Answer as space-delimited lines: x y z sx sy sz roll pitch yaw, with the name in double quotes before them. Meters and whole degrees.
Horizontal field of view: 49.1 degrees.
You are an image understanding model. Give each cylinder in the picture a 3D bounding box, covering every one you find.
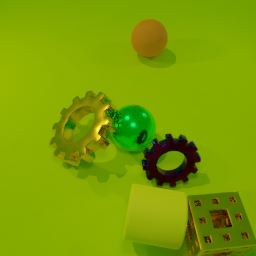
"cylinder" 0.538 1.780 5.691 1.115 1.115 1.115 10 52 2

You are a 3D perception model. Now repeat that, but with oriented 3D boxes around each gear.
"gear" 1.007 0.778 6.596 1.350 1.350 0.250 -4 28 -3
"gear" -1.162 -0.028 7.213 1.978 0.366 1.978 -19 52 27

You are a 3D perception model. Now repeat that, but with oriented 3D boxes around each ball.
"ball" 0.124 -0.003 7.301 1.221 1.221 1.221 0 52 0
"ball" 0.742 -3.119 9.749 1.280 1.280 1.280 0 52 0

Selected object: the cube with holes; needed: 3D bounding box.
"cube with holes" 1.774 2.061 5.770 1.057 1.057 1.057 -4 52 -4
